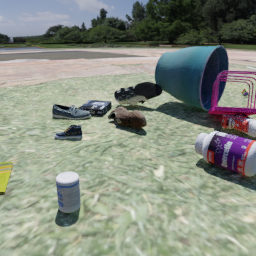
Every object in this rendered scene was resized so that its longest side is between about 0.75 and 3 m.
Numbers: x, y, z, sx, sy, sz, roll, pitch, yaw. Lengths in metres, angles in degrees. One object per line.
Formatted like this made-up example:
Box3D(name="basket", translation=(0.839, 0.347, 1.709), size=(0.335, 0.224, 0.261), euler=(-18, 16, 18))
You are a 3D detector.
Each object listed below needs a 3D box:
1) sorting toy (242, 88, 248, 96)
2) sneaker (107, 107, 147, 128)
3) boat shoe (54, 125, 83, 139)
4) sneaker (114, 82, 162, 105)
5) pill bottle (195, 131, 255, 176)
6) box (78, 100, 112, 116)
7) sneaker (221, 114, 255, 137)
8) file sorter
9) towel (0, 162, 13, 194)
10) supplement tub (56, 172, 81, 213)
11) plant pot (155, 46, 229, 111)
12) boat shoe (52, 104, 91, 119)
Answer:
Box3D(name="sorting toy", translation=(6.916, -2.033, 16.371), size=(0.341, 0.343, 0.990), euler=(28, 23, 6))
Box3D(name="sneaker", translation=(-0.065, -0.317, 11.349), size=(0.778, 0.726, 2.061), euler=(-29, 26, -24))
Box3D(name="boat shoe", translation=(-2.175, 0.124, 10.208), size=(1.024, 0.465, 0.362), euler=(-2, 21, -7))
Box3D(name="sneaker", translation=(0.546, -1.652, 14.081), size=(2.370, 0.878, 1.049), euler=(-7, -23, 6))
Box3D(name="pill bottle", translation=(2.843, 0.669, 8.010), size=(1.732, 0.974, 0.974), euler=(17, 26, 39))
Box3D(name="box", translation=(-1.547, -0.977, 13.368), size=(1.195, 0.325, 1.491), euler=(5, 21, 13))
Box3D(name="sneaker", translation=(4.181, -0.097, 10.563), size=(1.053, 0.656, 1.964), euler=(-1, 17, 1))
Box3D(name="file sorter", translation=(4.407, -1.381, 11.575), size=(1.771, 1.598, 2.549), euler=(4, 1, 11))
Box3D(name="towel", translation=(-3.524, 1.312, 7.490), size=(0.683, 0.143, 1.588), euler=(-6, 21, -13))
Box3D(name="supplement tub", translation=(-1.328, 1.425, 6.263), size=(0.516, 0.782, 0.516), euler=(0, 20, 0))
Box3D(name="plant pot", translation=(2.948, -2.582, 13.676), size=(2.811, 2.991, 2.991), euler=(18, 27, 36))
Box3D(name="boat shoe", translation=(-2.530, -0.748, 12.408), size=(1.786, 0.552, 0.650), euler=(5, 20, 10))
